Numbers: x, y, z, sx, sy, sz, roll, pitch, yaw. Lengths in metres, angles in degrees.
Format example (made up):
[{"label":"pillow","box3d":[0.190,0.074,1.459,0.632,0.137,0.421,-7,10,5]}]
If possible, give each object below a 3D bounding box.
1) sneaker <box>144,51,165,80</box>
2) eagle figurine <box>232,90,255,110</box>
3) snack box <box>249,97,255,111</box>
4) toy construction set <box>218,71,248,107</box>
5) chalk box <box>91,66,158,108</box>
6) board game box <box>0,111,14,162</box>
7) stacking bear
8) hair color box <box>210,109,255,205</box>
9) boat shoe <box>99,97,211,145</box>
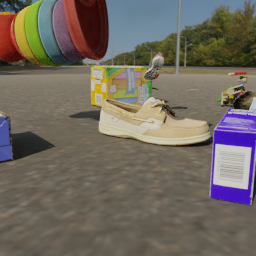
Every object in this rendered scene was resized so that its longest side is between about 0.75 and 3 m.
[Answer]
[{"label":"sneaker","box3d":[0.902,-2.064,9.305,0.463,0.492,1.201,18,-33,-14]},{"label":"eagle figurine","box3d":[5.176,-1.076,9.758,2.644,1.995,2.006,-41,-11,-26]},{"label":"snack box","box3d":[4.159,-0.304,7.186,1.530,0.518,1.291,16,7,-19]},{"label":"toy construction set","box3d":[4.146,-1.463,11.240,1.151,1.499,1.250,2,4,32]},{"label":"chalk box","box3d":[-0.035,-1.782,11.814,2.698,1.670,1.679,-8,16,-29]},{"label":"board game box","box3d":[-3.213,0.120,5.416,1.423,0.864,1.784,-9,16,-35]},{"label":"stacking bear","box3d":[-2.067,-2.270,6.712,2.876,1.635,1.746,-2,19,20]},{"label":"hair color box","box3d":[1.705,0.318,4.332,0.582,0.982,1.796,5,15,23]},{"label":"boat shoe","box3d":[0.519,-0.235,6.680,2.846,0.984,1.049,6,15,25]}]
